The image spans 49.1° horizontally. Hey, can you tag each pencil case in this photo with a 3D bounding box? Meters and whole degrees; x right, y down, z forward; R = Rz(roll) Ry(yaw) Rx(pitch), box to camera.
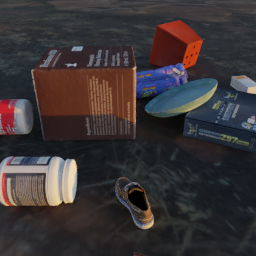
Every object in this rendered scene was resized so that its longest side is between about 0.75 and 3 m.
[{"bbox_3d":[0.899,-1.704,10.338,2.773,1.082,1.204,-10,-11,-15],"label":"pencil case"}]

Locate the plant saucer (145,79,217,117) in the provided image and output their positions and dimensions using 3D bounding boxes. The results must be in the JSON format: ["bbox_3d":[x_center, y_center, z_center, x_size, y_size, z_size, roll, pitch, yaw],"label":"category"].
[{"bbox_3d":[1.728,-0.947,9.105,2.438,0.334,2.438,-23,18,8],"label":"plant saucer"}]

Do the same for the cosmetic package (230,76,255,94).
[{"bbox_3d":[4.594,-1.657,10.990,0.583,0.410,1.150,-7,33,-11],"label":"cosmetic package"}]

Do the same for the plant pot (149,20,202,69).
[{"bbox_3d":[2.356,-3.768,13.268,1.663,1.886,1.887,36,45,29],"label":"plant pot"}]

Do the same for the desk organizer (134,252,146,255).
[{"bbox_3d":[0.552,2.389,4.359,1.112,0.399,0.428,10,35,17],"label":"desk organizer"}]

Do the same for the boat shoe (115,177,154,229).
[{"bbox_3d":[0.139,1.411,5.848,0.504,0.505,1.396,-15,34,-23],"label":"boat shoe"}]

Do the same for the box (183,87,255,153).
[{"bbox_3d":[3.112,-0.416,8.678,2.094,0.678,2.656,15,34,24],"label":"box"}]

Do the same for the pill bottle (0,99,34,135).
[{"bbox_3d":[-3.808,-0.308,8.177,1.828,1.026,1.026,-2,31,-1],"label":"pill bottle"}]

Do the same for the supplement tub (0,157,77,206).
[{"bbox_3d":[-1.867,1.103,5.857,1.442,1.012,1.012,0,31,0],"label":"supplement tub"}]

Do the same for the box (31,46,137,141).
[{"bbox_3d":[-1.114,-1.091,8.351,2.657,2.182,2.204,-1,31,-2],"label":"box"}]
